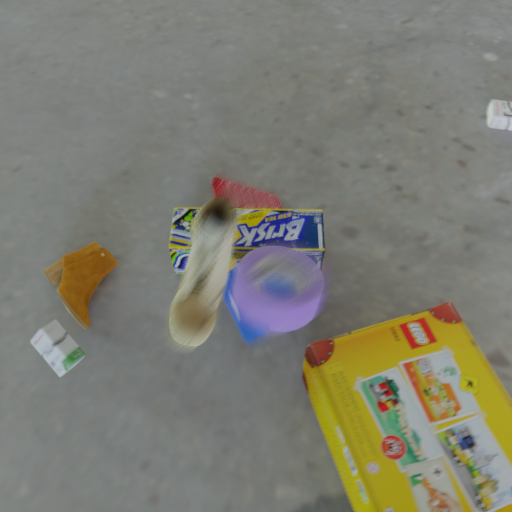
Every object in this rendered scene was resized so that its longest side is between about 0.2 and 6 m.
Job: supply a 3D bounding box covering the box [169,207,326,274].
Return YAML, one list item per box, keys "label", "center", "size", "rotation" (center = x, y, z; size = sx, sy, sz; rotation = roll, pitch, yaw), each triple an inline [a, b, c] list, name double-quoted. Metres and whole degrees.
- label: "box"
  center: [-0.147, -0.258, 10.431]
  size: [2.800, 0.900, 0.981]
  rotation: [1, 55, 1]

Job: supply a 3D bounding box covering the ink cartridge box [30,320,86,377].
- label: "ink cartridge box"
  center: [-3.182, 1.481, 8.975]
  size: [0.766, 0.562, 0.318]
  rotation: [50, 40, -1]

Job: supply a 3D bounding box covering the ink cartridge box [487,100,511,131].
- label: "ink cartridge box"
  center: [5.825, -3.226, 12.908]
  size: [0.869, 0.368, 0.633]
  rotation: [8, 54, 8]

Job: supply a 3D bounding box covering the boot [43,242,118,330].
- label: "boot"
  center: [-3.000, 0.451, 10.110]
  size: [1.200, 0.590, 1.676]
  rotation: [-32, 55, -18]

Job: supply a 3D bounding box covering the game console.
- label: "game console"
  center: [0.092, 0.660, 9.438]
  size: [0.708, 1.021, 1.197]
  rotation: [-13, 75, -59]

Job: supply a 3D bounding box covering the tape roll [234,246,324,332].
- label: "tape roll"
  center: [0.274, 0.390, 6.922]
  size: [1.061, 0.451, 1.061]
  rotation: [6, 42, -5]

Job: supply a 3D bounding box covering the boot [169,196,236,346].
- label: "boot"
  center: [-0.740, 0.186, 7.992]
  size: [0.685, 1.469, 1.899]
  rotation: [15, 45, -1]

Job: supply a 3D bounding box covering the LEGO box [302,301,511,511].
- label: "LEGO box"
  center: [2.394, 2.603, 8.128]
  size: [2.470, 1.280, 3.316]
  rotation: [-14, 55, -10]

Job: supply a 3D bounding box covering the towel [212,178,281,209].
- label: "towel"
  center: [-0.152, -1.078, 10.986]
  size: [1.432, 0.161, 1.035]
  rotation: [14, 32, -22]
